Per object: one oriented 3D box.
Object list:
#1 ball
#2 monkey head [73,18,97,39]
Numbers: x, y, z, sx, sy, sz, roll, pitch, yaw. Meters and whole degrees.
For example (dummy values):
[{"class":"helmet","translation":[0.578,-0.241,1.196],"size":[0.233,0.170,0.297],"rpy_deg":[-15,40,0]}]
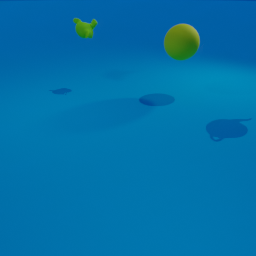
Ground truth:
[{"class":"ball","translation":[1.900,-3.030,9.928],"size":[1.245,1.245,1.245],"rpy_deg":[0,27,0]},{"class":"monkey head","translation":[-1.587,-3.810,10.605],"size":[0.676,0.807,1.122],"rpy_deg":[2,48,-55]}]
